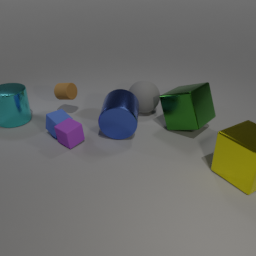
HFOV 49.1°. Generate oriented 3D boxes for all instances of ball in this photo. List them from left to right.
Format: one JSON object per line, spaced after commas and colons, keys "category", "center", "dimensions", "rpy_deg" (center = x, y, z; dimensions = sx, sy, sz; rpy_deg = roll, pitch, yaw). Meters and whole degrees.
{"category": "ball", "center": [0.672, -1.340, 12.002], "dimensions": [1.400, 1.400, 1.400], "rpy_deg": [0, 29, 0]}

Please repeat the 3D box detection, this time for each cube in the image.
{"category": "cube", "center": [-2.566, -0.167, 10.408], "dimensions": [0.700, 0.700, 0.700], "rpy_deg": [38, 43, 28]}
{"category": "cube", "center": [-2.057, 0.177, 9.893], "dimensions": [0.700, 0.700, 0.700], "rpy_deg": [24, 45, 34]}
{"category": "cube", "center": [2.274, -0.814, 10.640], "dimensions": [1.400, 1.400, 1.400], "rpy_deg": [-1, 21, 45]}
{"category": "cube", "center": [3.512, 0.799, 8.184], "dimensions": [1.400, 1.400, 1.400], "rpy_deg": [-17, 34, -28]}

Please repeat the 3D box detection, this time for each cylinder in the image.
{"category": "cylinder", "center": [-4.734, -0.935, 11.314], "dimensions": [1.400, 1.400, 1.400], "rpy_deg": [0, 29, 0]}
{"category": "cylinder", "center": [-2.604, -1.536, 11.735], "dimensions": [0.700, 0.700, 0.700], "rpy_deg": [4, 27, 30]}
{"category": "cylinder", "center": [-0.311, -0.526, 10.438], "dimensions": [1.400, 1.400, 1.400], "rpy_deg": [2, 35, 4]}
